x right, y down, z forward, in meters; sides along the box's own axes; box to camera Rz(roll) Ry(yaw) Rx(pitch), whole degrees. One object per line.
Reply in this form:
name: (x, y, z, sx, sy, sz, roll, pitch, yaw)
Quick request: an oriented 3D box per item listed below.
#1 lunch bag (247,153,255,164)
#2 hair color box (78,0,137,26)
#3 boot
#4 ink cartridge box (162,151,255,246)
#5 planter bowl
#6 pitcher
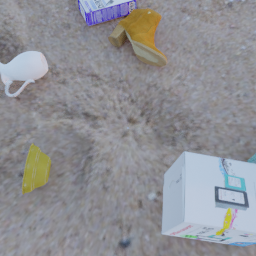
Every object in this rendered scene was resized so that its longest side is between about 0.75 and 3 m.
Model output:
lunch bag: (4.641, 0.557, 6.278, 1.778, 2.915, 2.483, -29, 65, -31)
hair color box: (-0.763, -4.570, 10.391, 1.941, 0.629, 1.061, -20, 59, -12)
boot: (0.697, -3.218, 9.511, 2.463, 0.867, 1.763, 32, 72, 23)
ink cartridge box: (1.977, 1.657, 6.335, 2.099, 1.540, 1.533, 10, 60, -6)
planter bowl: (-2.277, 1.069, 7.146, 0.542, 1.302, 1.302, 10, 62, -11)
pitcher: (-3.221, -1.675, 8.679, 1.434, 0.869, 1.230, -16, 85, 3)
